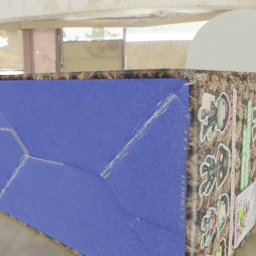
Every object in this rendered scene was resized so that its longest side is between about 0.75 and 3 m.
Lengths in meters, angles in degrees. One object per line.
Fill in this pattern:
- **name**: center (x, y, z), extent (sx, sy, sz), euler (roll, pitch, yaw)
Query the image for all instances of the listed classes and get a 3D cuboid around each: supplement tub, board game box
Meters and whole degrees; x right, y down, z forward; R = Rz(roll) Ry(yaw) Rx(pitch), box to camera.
- **supplement tub**: center (2.307, -0.996, 6.036), extent (1.926, 1.926, 2.744), euler (3, -11, 20)
- **board game box**: center (0.353, 0.090, 3.338), extent (2.389, 1.451, 2.997), euler (7, 13, 37)
